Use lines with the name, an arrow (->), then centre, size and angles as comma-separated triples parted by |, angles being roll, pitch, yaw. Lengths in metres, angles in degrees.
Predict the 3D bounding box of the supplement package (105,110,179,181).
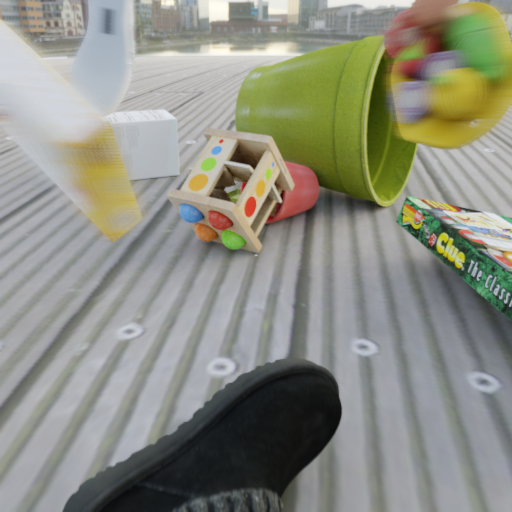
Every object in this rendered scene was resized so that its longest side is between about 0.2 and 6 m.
supplement package -> -2.938, -2.697, 13.582 | 1.842, 1.398, 1.387 | -9, 26, -19

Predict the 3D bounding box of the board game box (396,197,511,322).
board game box -> 3.941, 0.466, 6.972 | 2.616, 0.586, 4.994 | 12, 21, -17

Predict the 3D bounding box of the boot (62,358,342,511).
boot -> 0.125, 1.883, 3.922 | 2.638, 0.993, 1.972 | -29, 29, -29

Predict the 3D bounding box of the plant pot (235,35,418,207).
plant pot -> 1.431, -2.931, 11.913 | 3.249, 3.374, 3.374 | 11, 27, 31

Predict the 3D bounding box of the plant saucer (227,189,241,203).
plant saucer -> -0.338, -1.247, 11.923 | 0.600, 0.144, 0.599 | 16, 29, 30

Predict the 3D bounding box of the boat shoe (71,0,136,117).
boat shoe -> -1.815, -2.504, 6.835 | 0.691, 1.872, 0.639 | -2, -11, -3

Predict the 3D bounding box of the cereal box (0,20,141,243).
cereal box -> -2.343, -1.493, 5.879 | 2.615, 1.881, 0.517 | 42, 72, 16

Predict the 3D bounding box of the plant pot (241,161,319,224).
plant pot -> 0.516, -1.284, 10.855 | 1.125, 1.271, 1.271 | -10, 25, -41

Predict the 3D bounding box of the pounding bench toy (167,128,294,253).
pounding bench toy -> -0.294, -0.838, 9.732 | 1.311, 2.111, 1.646 | 15, 67, 30

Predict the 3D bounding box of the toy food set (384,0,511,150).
toy food set -> 1.543, -1.824, 4.890 | 1.088, 1.849, 0.604 | -24, -35, 36
